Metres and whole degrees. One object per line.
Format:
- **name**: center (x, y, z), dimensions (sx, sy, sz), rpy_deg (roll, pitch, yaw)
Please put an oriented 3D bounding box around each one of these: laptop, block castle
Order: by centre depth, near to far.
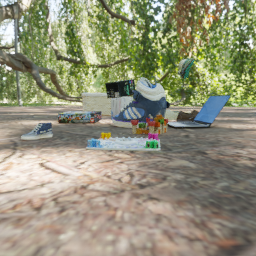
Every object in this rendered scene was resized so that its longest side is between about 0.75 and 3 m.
- **block castle**: center (0.806, -0.157, 9.956), dimensions (0.929, 0.652, 1.390), rpy_deg (4, 7, 31)
- **laptop**: center (2.934, -0.756, 12.413), dimensions (2.346, 1.360, 2.197), rpy_deg (-1, 5, -6)

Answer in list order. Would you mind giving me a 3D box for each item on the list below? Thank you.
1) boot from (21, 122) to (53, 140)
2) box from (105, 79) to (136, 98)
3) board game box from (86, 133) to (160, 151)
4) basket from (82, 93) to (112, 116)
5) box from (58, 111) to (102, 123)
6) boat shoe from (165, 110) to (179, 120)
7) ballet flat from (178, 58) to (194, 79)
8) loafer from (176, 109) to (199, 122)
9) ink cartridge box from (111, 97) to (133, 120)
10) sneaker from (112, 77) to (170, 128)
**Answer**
- **boot**: center (-2.758, 0.079, 8.488), dimensions (0.381, 0.473, 1.047), rpy_deg (4, 7, 34)
- **box**: center (-0.320, -1.800, 12.761), dimensions (0.850, 0.711, 1.144), rpy_deg (2, 16, 42)
- **board game box**: center (-0.041, 0.324, 7.321), dimensions (1.740, 0.225, 1.740), rpy_deg (0, 5, 6)
- **basket**: center (-2.337, -1.820, 21.164), dimensions (2.127, 1.710, 2.108), rpy_deg (-2, 6, -16)
- **box**: center (-2.485, -0.605, 15.057), dimensions (1.837, 0.507, 2.690), rpy_deg (0, 6, 2)
- **boat shoe**: center (2.722, -0.749, 16.377), dimensions (1.631, 0.583, 0.487), rpy_deg (9, 9, 20)
- **ballet flat**: center (2.775, -3.010, 13.804), dimensions (0.684, 0.684, 1.844), rpy_deg (0, -16, 0)
- **loafer**: center (3.360, -0.584, 13.998), dimensions (1.927, 0.684, 0.704), rpy_deg (2, 6, 21)
- **ink cartridge box**: center (-0.347, -1.049, 15.377), dimensions (0.710, 1.220, 1.687), rpy_deg (-1, 1, -21)
- **sneaker**: center (0.437, -1.065, 11.823), dimensions (1.140, 2.071, 2.829), rpy_deg (-5, 8, -43)
